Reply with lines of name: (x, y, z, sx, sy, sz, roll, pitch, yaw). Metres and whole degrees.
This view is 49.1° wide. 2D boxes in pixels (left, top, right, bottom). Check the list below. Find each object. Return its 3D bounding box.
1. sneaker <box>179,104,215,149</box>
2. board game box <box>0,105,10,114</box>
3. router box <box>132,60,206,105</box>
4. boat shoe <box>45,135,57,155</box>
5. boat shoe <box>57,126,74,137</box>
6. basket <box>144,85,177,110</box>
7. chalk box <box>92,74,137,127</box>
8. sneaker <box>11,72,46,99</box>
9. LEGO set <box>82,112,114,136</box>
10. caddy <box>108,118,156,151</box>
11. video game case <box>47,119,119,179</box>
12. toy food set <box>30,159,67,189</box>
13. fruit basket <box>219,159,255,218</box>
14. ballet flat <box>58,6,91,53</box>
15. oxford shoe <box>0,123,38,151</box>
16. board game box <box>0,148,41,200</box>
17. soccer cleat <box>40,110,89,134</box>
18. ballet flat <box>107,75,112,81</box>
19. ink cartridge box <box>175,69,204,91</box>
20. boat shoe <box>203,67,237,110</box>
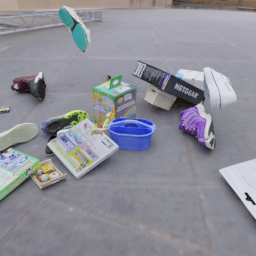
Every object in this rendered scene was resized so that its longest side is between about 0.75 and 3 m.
sneaker: (2.657, 0.011, 11.017, 1.231, 1.189, 2.950, -13, 20, 7)
board game box: (-5.993, -0.855, 13.125, 0.847, 0.146, 0.574, -9, 31, -14)
router box: (2.015, -2.093, 13.320, 2.982, 0.779, 2.344, 15, 15, -42)
boat shoe: (-2.851, 0.637, 10.381, 0.376, 0.322, 1.027, 0, 31, 0)
boat shoe: (-1.814, 0.131, 10.877, 1.861, 0.671, 0.660, 1, 34, 5)
basket: (1.488, -1.391, 13.013, 1.230, 0.759, 0.834, 15, 16, -37)
chalk box: (-0.552, -1.154, 11.615, 1.338, 2.162, 1.345, 24, 38, 35)
sneaker: (-5.227, -2.072, 14.508, 1.717, 1.125, 2.973, -11, 21, -8)
LEGO set: (-0.756, -0.104, 8.414, 1.169, 0.538, 0.435, -28, -4, -31)
caddy: (0.133, 0.121, 10.623, 1.831, 0.961, 1.294, 4, 31, 7)
video game case: (-1.576, 0.639, 9.721, 1.750, 0.212, 1.923, -35, 53, -23)
toy food set: (-2.597, 1.410, 8.940, 0.854, 0.360, 1.190, -22, 34, -33)
fruit basket: (4.553, 1.699, 7.926, 2.904, 1.361, 2.690, -20, 32, -3)
ballet flat: (-2.021, -4.139, 11.579, 0.851, 0.851, 2.371, -22, 72, -33)
oxford shoe: (-4.338, 0.314, 10.632, 0.562, 0.732, 1.946, -1, 22, 46)
board game box: (-3.961, 1.492, 8.647, 1.417, 0.306, 2.105, 17, 41, 28)
soccer cleat: (-2.612, -0.281, 11.626, 2.140, 0.692, 0.895, -21, 14, -40)
ballet flat: (-1.036, -2.899, 16.579, 0.347, 0.239, 1.030, -10, 31, -17)
ink cartridge box: (3.820, -2.508, 15.338, 2.376, 0.792, 1.376, 13, 32, 22)
boat shoe: (3.542, -1.544, 10.960, 0.990, 1.091, 2.965, -3, 35, 10)
